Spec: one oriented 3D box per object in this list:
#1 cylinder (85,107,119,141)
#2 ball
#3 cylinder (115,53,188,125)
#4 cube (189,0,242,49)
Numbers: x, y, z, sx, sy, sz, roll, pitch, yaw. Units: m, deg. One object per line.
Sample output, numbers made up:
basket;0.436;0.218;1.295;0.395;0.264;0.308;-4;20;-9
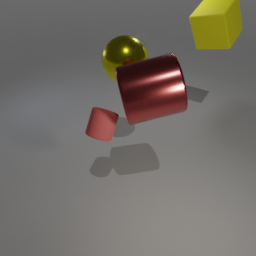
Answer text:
cylinder;-0.662;-0.103;7.142;0.700;0.700;0.700;17;9;-3
ball;-0.091;-2.024;8.328;1.400;1.400;1.400;0;33;0
cylinder;0.529;-0.902;6.585;1.400;1.400;1.400;-14;33;2
cube;3.396;-4.003;10.747;1.400;1.400;1.400;12;52;39
